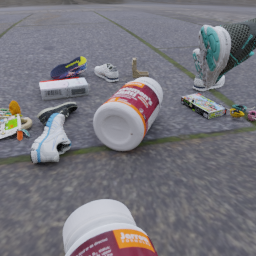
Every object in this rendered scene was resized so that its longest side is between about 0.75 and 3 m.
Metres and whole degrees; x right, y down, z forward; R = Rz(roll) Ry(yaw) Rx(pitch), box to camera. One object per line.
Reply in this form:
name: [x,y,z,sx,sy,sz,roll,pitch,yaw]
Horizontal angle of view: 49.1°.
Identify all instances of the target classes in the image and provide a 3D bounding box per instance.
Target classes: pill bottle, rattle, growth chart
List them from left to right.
growth chart: [-4.156,0.011,9.352,1.238,0.110,0.896,-24,53,-14]
rattle: [-3.704,-0.271,9.553,0.843,0.925,1.295,8,21,-18]
pill bottle: [-0.128,2.433,4.088,1.538,1.538,2.693,-10,31,-16]
pill bottle: [0.166,-0.624,9.396,1.621,1.621,2.959,10,31,18]

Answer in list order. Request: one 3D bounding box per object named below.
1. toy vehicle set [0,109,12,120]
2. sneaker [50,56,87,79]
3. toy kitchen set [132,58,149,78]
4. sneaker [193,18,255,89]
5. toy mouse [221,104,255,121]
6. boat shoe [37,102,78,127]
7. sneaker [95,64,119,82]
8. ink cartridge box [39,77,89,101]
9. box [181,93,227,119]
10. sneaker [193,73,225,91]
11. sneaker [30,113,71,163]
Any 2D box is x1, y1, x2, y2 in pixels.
toy vehicle set: [-4.849,-0.534,10.734,1.058,0.140,0.657,4,30,6]
sneaker: [-3.007,-2.936,14.470,1.993,0.820,0.737,-22,64,-5]
toy kitchen set: [0.628,-3.201,14.592,0.856,0.949,0.774,-1,31,0]
sneaker: [2.403,-1.756,6.800,1.351,1.149,2.961,-18,-2,6]
toy mouse: [4.445,-0.577,10.651,1.273,0.277,1.433,-17,36,-38]
boat shoe: [-2.510,-0.497,10.396,0.600,0.637,1.774,51,39,8]
sneaker: [-1.097,-2.979,14.407,0.735,0.774,1.923,-23,35,-31]
ink cartridge box: [-3.078,-2.098,13.052,2.039,0.716,2.508,-10,35,-16]
box: [3.001,-0.908,11.233,0.931,0.294,1.691,-15,32,-24]
sneaker: [3.944,-2.358,13.258,2.068,0.832,0.790,-22,34,-36]
sneaker: [-2.178,0.341,8.696,0.951,0.823,2.195,8,38,1]
